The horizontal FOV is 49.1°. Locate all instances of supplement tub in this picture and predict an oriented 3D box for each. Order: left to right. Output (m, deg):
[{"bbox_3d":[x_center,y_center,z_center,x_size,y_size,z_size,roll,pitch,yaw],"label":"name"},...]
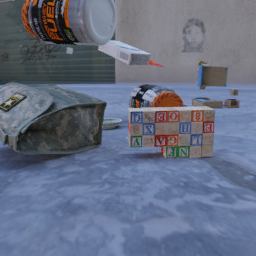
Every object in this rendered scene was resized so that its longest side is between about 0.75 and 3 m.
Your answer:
[{"bbox_3d":[-1.635,-3.009,7.614,2.373,1.454,1.454,10,15,29],"label":"supplement tub"},{"bbox_3d":[1.138,-0.964,11.701,1.640,1.640,2.677,-3,12,-16],"label":"supplement tub"}]

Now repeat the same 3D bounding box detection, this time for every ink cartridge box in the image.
[{"bbox_3d":[0.183,-3.426,12.788,2.154,0.547,2.445,-8,31,-39],"label":"ink cartridge box"}]

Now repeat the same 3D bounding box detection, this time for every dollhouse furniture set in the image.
[{"bbox_3d":[5.414,-2.748,17.553,2.654,2.811,1.834,-2,12,-9],"label":"dollhouse furniture set"}]

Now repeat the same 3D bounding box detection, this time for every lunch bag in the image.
[{"bbox_3d":[-2.463,-0.287,7.739,2.367,1.697,2.886,21,21,36],"label":"lunch bag"}]

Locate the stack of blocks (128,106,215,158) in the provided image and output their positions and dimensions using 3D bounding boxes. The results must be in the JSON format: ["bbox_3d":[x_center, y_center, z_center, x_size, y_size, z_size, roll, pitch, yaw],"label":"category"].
[{"bbox_3d":[1.108,0.108,7.407,2.194,1.263,0.643,-1,12,-6],"label":"stack of blocks"}]

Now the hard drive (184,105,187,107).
[{"bbox_3d":[2.861,-1.119,15.876,0.888,0.279,1.317,3,12,15],"label":"hard drive"}]

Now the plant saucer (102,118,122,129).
[{"bbox_3d":[-0.832,-0.174,11.203,1.186,0.298,1.186,1,12,0],"label":"plant saucer"}]
